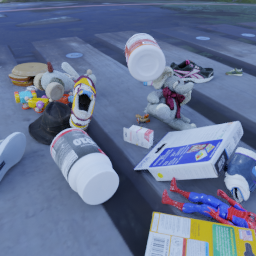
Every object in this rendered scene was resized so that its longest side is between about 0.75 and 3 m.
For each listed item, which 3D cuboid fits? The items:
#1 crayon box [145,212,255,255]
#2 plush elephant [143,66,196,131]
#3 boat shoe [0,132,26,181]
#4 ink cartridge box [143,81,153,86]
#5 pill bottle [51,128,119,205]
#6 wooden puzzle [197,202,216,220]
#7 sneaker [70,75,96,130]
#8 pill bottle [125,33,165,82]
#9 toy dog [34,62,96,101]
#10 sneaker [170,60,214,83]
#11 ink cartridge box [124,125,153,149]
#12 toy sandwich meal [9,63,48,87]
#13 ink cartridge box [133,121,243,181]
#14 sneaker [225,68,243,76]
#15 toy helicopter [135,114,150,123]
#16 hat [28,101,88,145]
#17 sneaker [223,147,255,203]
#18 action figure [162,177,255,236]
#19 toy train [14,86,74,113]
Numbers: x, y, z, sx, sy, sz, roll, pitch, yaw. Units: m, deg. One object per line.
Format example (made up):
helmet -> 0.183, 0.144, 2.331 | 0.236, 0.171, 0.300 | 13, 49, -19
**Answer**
crayon box -> 1.498, 2.627, 5.813 | 2.217, 0.572, 1.394 | 6, 32, 11
plush elephant -> 1.669, -1.122, 10.488 | 2.035, 1.913, 2.470 | 29, 1, -28
boat shoe -> -4.060, 0.993, 8.347 | 1.067, 0.925, 2.503 | 4, 41, 13
ink cartridge box -> 1.250, -2.467, 14.457 | 0.885, 0.374, 0.639 | 2, 31, 6
pill bottle -> -1.226, 1.013, 7.822 | 1.252, 1.252, 2.199 | -18, 36, -27
wooden puzzle -> 2.203, 2.090, 7.207 | 0.474, 0.056, 0.799 | -20, 36, -29
sneaker -> -1.425, -1.083, 9.469 | 0.864, 1.039, 2.306 | 10, 54, -18
pill bottle -> 0.552, -2.703, 10.317 | 1.291, 1.291, 2.302 | -2, 32, -4
toy dog -> -2.641, -2.266, 12.038 | 1.928, 1.408, 2.924 | 20, 31, 14
sneaker -> 3.335, -3.004, 14.623 | 2.620, 1.131, 1.052 | -10, 34, -16
ink cartridge box -> 0.354, 0.273, 9.707 | 1.009, 0.588, 0.341 | 16, 35, 25
toy sandwich meal -> -5.112, -2.847, 14.829 | 2.183, 0.748, 2.183 | 2, 28, -1
ink cartridge box -> 1.874, 0.716, 8.612 | 2.607, 0.613, 2.576 | -15, 17, 42
sneaker -> 5.907, -3.148, 15.557 | 0.904, 0.406, 0.303 | 7, 32, 11
toy helicopter -> 0.502, -0.393, 11.201 | 0.500, 0.298, 0.755 | -26, 28, -21
hat -> -2.672, -0.408, 10.484 | 2.412, 0.973, 2.412 | -1, 32, 0
sneaker -> 3.318, 1.458, 7.721 | 1.839, 1.346, 0.741 | 31, -10, -34
action figure -> 2.211, 1.993, 6.849 | 2.716, 0.702, 0.889 | 19, 34, 24
toy train -> -3.651, -1.163, 12.096 | 2.481, 0.690, 1.864 | 14, 27, 23
